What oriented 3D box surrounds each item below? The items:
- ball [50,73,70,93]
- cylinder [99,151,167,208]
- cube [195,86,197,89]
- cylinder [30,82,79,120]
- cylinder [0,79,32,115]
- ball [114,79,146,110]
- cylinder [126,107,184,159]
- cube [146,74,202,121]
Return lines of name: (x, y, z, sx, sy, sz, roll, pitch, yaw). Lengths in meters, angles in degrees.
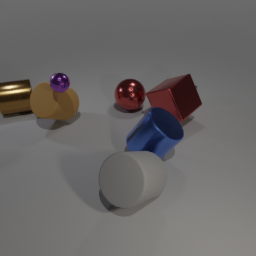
ball: (-2.386, -1.587, 9.822, 0.700, 0.700, 0.700, 0, 33, 0)
cylinder: (0.161, 1.333, 7.566, 1.400, 1.400, 1.400, 21, 7, 29)
cube: (2.828, -1.555, 13.057, 0.700, 0.700, 0.700, 4, 25, 18)
cylinder: (-2.911, -1.041, 11.203, 1.400, 1.400, 1.400, 17, 6, 25)
cylinder: (-4.876, -1.349, 12.198, 1.400, 1.400, 1.400, -11, 34, -16)
ball: (0.096, -1.483, 12.408, 1.400, 1.400, 1.400, 0, 33, 0)
cylinder: (0.875, 0.267, 9.237, 1.400, 1.400, 1.400, 26, 37, -21)
cube: (1.861, -1.175, 11.342, 1.400, 1.400, 1.400, -36, 19, -31)
